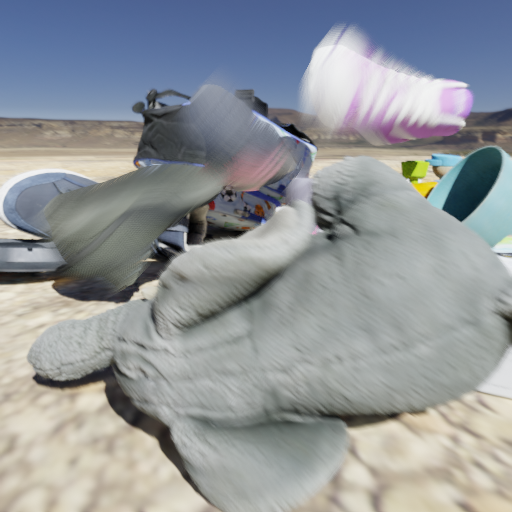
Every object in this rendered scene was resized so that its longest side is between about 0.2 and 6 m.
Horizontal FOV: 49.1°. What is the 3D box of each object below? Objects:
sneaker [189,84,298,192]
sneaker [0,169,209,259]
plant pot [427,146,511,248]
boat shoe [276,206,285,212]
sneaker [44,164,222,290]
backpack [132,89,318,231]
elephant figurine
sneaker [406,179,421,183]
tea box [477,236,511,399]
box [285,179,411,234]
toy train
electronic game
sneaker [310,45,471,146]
[{"bbox_3d":[-0.314,-1.278,7.066,1.053,0.901,2.568,-31,-17,17],"label":"sneaker"},{"bbox_3d":[-2.015,-0.598,8.119,2.856,1.086,2.064,4,6,-44],"label":"sneaker"},{"bbox_3d":[3.552,-0.689,8.693,1.131,1.679,1.679,33,7,-12],"label":"plant pot"},{"bbox_3d":[-0.225,-1.559,13.890,2.189,0.776,0.789,6,14,24],"label":"boat shoe"},{"bbox_3d":[-1.200,-0.325,5.905,1.821,1.043,0.696,-24,44,-27],"label":"sneaker"},{"bbox_3d":[-0.411,-1.617,10.135,2.927,2.367,3.073,4,10,-44],"label":"backpack"},{"bbox_3d":[0.007,0.534,3.285,2.563,1.989,1.814,-16,61,-20],"label":"elephant figurine"},{"bbox_3d":[2.877,-1.280,12.305,1.396,0.912,2.495,5,15,17],"label":"sneaker"},{"bbox_3d":[2.499,0.470,4.222,1.473,0.984,1.449,7,13,31],"label":"tea box"},{"bbox_3d":[1.252,-0.492,7.928,1.636,1.081,0.938,2,-1,-2],"label":"box"},{"bbox_3d":[2.701,-1.011,9.805,2.542,1.471,1.076,-8,14,-34],"label":"toy train"},{"bbox_3d":[-3.204,0.019,7.523,2.037,0.424,2.037,3,5,0],"label":"electronic game"},{"bbox_3d":[1.971,-2.230,7.646,1.668,1.060,2.925,4,3,34],"label":"sneaker"}]
